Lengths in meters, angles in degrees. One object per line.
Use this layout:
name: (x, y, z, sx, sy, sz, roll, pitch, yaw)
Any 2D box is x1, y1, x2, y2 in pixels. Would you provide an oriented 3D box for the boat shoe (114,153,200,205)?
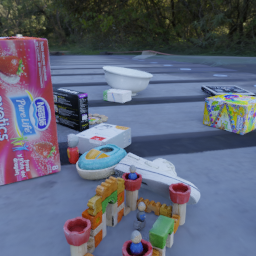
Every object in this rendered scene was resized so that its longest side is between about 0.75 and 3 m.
boat shoe: (0.588, 0.876, 5.407, 1.880, 0.667, 0.656, 10, 55, 43)

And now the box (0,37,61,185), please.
box: (-2.418, -0.453, 6.084, 1.388, 2.906, 1.449, -11, 21, -26)

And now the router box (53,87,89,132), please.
router box: (-2.000, -0.656, 9.445, 1.654, 1.234, 0.422, 16, 25, 40)

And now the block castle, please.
block castle: (0.074, 1.276, 4.085, 1.246, 0.875, 1.865, 9, 20, 27)

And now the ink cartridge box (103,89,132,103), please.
ink cartridge box: (-0.501, -1.556, 13.434, 1.121, 0.471, 0.812, 11, 21, 30)

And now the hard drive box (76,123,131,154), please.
hard drive box: (-0.651, 0.325, 7.618, 1.009, 0.497, 1.295, 9, 20, 27)

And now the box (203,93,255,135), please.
box: (3.668, -0.545, 9.567, 1.561, 0.952, 1.503, -16, 25, -39)

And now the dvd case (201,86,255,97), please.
dvd case: (5.155, -1.885, 14.704, 1.955, 0.322, 2.601, 0, 19, -2)

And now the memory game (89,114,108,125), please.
memory game: (-1.379, -0.343, 10.341, 1.309, 0.083, 1.309, 0, 18, 0)

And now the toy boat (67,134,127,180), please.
toy boat: (-0.845, 0.607, 6.397, 1.538, 0.715, 1.293, 13, 23, 33)

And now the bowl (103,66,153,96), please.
bowl: (-0.087, -2.393, 14.588, 2.624, 1.179, 2.624, 8, 18, -3)
